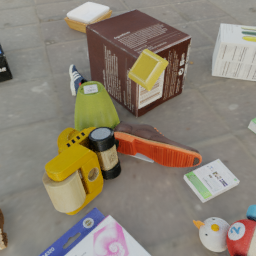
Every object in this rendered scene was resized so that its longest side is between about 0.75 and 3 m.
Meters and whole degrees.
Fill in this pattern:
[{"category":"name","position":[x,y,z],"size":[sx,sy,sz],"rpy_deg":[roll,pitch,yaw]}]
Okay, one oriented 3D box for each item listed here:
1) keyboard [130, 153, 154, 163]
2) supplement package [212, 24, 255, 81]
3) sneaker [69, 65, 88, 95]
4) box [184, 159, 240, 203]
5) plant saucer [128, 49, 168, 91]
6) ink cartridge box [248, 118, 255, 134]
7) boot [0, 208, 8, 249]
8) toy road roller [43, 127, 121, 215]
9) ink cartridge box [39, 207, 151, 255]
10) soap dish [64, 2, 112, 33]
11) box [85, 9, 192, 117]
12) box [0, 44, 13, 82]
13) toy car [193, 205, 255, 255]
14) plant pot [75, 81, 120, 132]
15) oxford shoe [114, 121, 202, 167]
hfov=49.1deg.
[{"category":"keyboard","position":[-0.011,0.570,8.236],"size":[1.748,0.093,0.492],"rpy_deg":[16,53,16]},{"category":"supplement package","position":[4.325,-2.850,10.568],"size":[1.963,1.478,1.489],"rpy_deg":[10,47,9]},{"category":"sneaker","position":[-1.785,-1.768,10.209],"size":[0.608,0.540,1.440],"rpy_deg":[-8,56,-6]},{"category":"box","position":[2.185,1.364,7.366],"size":[1.170,0.213,0.845],"rpy_deg":[-19,49,-20]},{"category":"plant saucer","position":[0.452,-1.521,7.147],"size":[0.880,0.879,0.213],"rpy_deg":[41,13,34]},{"category":"ink cartridge box","position":[4.316,-0.098,8.657],"size":[0.909,0.383,0.664],"rpy_deg":[-25,51,-22]},{"category":"boot","position":[-3.175,2.233,6.366],"size":[0.657,0.460,1.226],"rpy_deg":[-19,49,-11]},{"category":"toy road roller","position":[-1.333,0.867,7.105],"size":[1.632,1.374,2.236],"rpy_deg":[19,44,35]},{"category":"ink cartridge box","position":[-0.773,2.782,5.848],"size":[1.920,0.416,1.885],"rpy_deg":[36,56,28]},{"category":"soap dish","position":[-1.870,-5.277,13.434],"size":[1.491,0.770,1.895],"rpy_deg":[23,51,21]},{"category":"box","position":[0.291,-2.269,9.472],"size":[2.220,2.243,2.704],"rpy_deg":[-30,53,-26]},{"category":"box","position":[-5.766,-2.658,10.669],"size":[2.022,1.063,2.470],"rpy_deg":[-20,49,-18]},{"category":"toy car","position":[2.018,2.255,5.869],"size":[1.476,1.306,1.361],"rpy_deg":[15,57,31]},{"category":"plant pot","position":[-0.977,-0.558,8.253],"size":[1.416,1.514,1.416],"rpy_deg":[-2,43,2]},{"category":"oxford shoe","position":[0.784,0.354,7.770],"size":[2.610,0.929,0.947],"rpy_deg":[16,53,12]}]
